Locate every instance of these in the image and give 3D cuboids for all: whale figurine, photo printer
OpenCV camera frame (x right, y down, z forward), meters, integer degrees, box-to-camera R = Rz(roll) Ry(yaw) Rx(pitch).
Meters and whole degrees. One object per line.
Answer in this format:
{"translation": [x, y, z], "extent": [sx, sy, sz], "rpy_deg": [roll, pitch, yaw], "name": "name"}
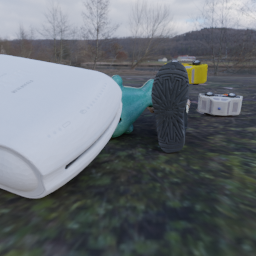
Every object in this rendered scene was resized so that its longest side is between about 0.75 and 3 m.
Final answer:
{"translation": [-0.058, -0.461, 6.310], "extent": [1.865, 1.484, 0.968], "rpy_deg": [-20, 29, -14], "name": "whale figurine"}
{"translation": [-1.624, -0.213, 4.277], "extent": [2.846, 0.988, 2.368], "rpy_deg": [14, 37, 19], "name": "photo printer"}

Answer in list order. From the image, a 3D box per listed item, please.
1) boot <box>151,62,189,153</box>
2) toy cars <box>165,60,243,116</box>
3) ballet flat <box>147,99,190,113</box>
{"translation": [1.018, -0.558, 5.987], "extent": [0.676, 1.696, 2.058], "rpy_deg": [6, 15, 16], "name": "boot"}
{"translation": [2.338, -1.178, 8.838], "extent": [2.860, 1.282, 0.633], "rpy_deg": [40, 34, -6], "name": "toy cars"}
{"translation": [1.236, -0.545, 8.045], "extent": [2.231, 0.759, 0.750], "rpy_deg": [6, 43, -46], "name": "ballet flat"}
